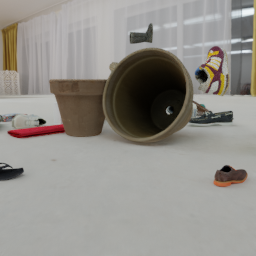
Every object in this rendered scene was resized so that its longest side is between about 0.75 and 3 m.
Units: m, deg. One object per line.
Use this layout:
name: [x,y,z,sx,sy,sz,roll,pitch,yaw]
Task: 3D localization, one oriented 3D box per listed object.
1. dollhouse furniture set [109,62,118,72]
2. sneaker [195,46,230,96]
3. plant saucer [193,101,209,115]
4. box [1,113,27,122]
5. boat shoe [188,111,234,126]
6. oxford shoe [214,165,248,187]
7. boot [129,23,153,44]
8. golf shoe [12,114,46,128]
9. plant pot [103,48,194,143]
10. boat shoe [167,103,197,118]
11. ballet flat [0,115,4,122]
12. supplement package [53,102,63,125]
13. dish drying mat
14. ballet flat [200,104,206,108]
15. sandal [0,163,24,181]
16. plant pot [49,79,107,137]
dollhouse furniture set: [-0.503,-1.844,13.059,1.002,1.594,1.802,7,-27,-6]
sneaker: [2.401,-1.788,8.231,0.868,0.722,1.927,9,51,-6]
plant saucer: [3.713,-1.263,15.776,2.015,0.369,2.015,29,15,-8]
box: [-5.650,-0.518,13.489,0.893,0.260,1.305,5,10,28]
boat shoe: [3.441,-0.422,11.702,2.048,0.618,0.774,-3,9,-18]
oxford shoe: [1.833,0.797,4.906,0.831,0.301,0.296,-7,11,-38]
boot: [0.532,-3.816,11.304,0.936,0.851,0.340,1,7,-4]
golf shoe: [-3.884,-0.267,11.084,0.709,0.571,1.457,11,14,26]
plant pot: [0.957,-0.775,8.917,2.742,2.742,2.379,5,-7,30]
boat shoe: [2.586,-1.079,14.673,1.029,1.008,2.890,3,11,-12]
ballet flat: [-5.436,-0.483,10.921,1.020,1.020,2.835,-4,9,-22]
supplement package: [-2.232,-0.633,11.876,1.631,0.989,0.977,-5,10,-31]
dish drying mat: [-2.847,0.068,9.919,0.951,0.225,2.478,7,12,44]
ballet flat: [4.218,-1.176,17.343,0.550,0.595,1.765,-29,-16,39]
sandal: [-2.530,0.787,5.133,1.165,0.250,0.443,-1,9,-5]
plant pot: [-1.512,-0.719,9.472,2.162,1.885,2.162,0,9,0]
